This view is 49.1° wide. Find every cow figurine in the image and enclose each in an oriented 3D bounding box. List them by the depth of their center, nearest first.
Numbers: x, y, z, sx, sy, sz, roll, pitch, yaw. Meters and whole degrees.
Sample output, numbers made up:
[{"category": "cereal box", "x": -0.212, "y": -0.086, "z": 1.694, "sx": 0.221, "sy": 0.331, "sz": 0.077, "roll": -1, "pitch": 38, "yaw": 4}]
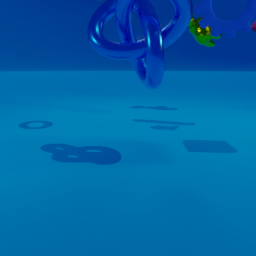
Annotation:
[{"category": "cow figurine", "x": 2.525, "y": -3.798, "z": 10.503, "sx": 1.594, "sy": 1.620, "sz": 0.889, "roll": 2, "pitch": -34, "yaw": -23}]

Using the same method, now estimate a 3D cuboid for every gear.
[{"category": "gear", "x": 2.718, "y": -3.348, "z": 7.492, "sx": 1.782, "sy": 1.782, "sz": 0.329, "roll": 5, "pitch": 19, "yaw": 23}]

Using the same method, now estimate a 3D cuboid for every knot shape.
[{"category": "knot shape", "x": 0.257, "y": -1.721, "z": 4.693, "sx": 0.872, "sy": 1.887, "sz": 1.766, "roll": -32, "pitch": -9, "yaw": -47}]

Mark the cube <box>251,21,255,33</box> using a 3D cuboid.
[{"category": "cube", "x": 3.039, "y": -2.029, "z": 5.197, "sx": 0.869, "sy": 0.869, "sz": 0.869, "roll": 32, "pitch": 12, "yaw": -6}]
